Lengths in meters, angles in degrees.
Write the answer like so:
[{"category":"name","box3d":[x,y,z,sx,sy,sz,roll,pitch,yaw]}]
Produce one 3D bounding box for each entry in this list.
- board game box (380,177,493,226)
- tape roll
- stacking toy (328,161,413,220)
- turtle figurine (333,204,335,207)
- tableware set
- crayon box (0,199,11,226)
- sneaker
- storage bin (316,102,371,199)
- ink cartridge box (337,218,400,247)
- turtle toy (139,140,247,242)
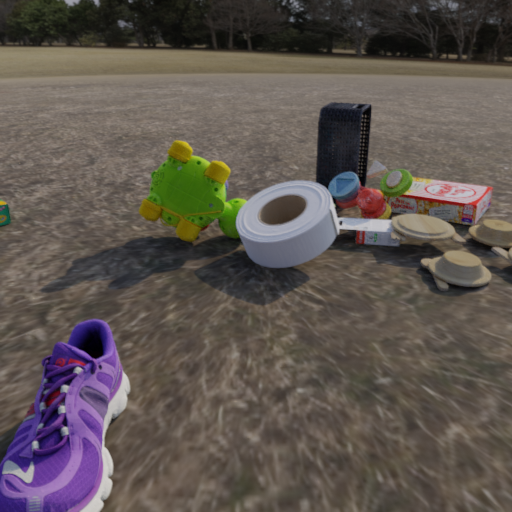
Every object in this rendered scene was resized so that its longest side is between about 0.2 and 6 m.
[{"category":"board game box","box3d":[4.092,-1.290,12.751,2.119,0.491,1.605,13,26,29]},{"category":"tape roll","box3d":[0.563,-0.601,10.086,1.797,0.629,1.797,-14,37,11]},{"category":"stacking toy","box3d":[2.426,-1.573,12.082,1.505,0.702,1.663,-45,40,-5]},{"category":"turtle figurine","box3d":[1.230,-0.906,11.372,0.663,0.921,0.893,-46,5,-9]},{"category":"tableware set","box3d":[4.043,-0.144,10.157,3.115,0.361,2.602,1,26,-6]},{"category":"crayon box","box3d":[-6.111,-0.828,11.682,1.604,0.467,0.953,-18,29,-37]},{"category":"sneaker","box3d":[-1.883,1.484,5.358,1.054,1.091,2.614,-2,23,-5]},{"category":"storage bin","box3d":[2.123,-2.545,13.595,1.017,2.170,1.467,7,24,19]},{"category":"ink cartridge box","box3d":[2.197,-0.477,11.065,1.244,0.313,0.678,3,24,10]},{"category":"turtle toy","box3d":[-1.084,-1.097,11.023,2.302,1.678,1.164,29,4,11]}]
